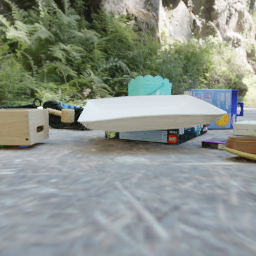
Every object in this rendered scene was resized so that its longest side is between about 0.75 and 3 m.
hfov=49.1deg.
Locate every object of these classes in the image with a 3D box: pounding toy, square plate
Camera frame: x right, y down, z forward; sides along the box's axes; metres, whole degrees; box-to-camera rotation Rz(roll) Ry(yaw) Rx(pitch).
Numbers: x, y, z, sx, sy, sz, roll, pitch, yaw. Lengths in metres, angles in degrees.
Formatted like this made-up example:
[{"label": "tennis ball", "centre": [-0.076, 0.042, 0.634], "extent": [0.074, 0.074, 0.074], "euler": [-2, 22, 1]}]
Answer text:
[{"label": "pounding toy", "centre": [-2.137, -0.029, 6.475], "extent": [1.810, 0.828, 1.590], "euler": [0, 6, 4]}, {"label": "square plate", "centre": [0.400, -0.394, 6.617], "extent": [2.868, 0.408, 2.841], "euler": [-3, 14, -3]}]

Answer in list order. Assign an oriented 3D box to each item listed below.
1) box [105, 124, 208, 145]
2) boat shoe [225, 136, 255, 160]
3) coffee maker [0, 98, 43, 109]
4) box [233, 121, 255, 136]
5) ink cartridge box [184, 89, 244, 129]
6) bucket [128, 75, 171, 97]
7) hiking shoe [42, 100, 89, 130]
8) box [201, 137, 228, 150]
[{"label": "box", "centre": [0.959, -0.043, 8.020], "extent": [1.996, 0.551, 2.922], "euler": [3, 6, 29]}, {"label": "boat shoe", "centre": [2.710, 0.208, 4.680], "extent": [2.074, 0.701, 0.747], "euler": [1, 6, 14]}, {"label": "coffee maker", "centre": [-3.362, -0.380, 8.519], "extent": [0.811, 1.156, 1.204], "euler": [20, 16, 23]}, {"label": "box", "centre": [4.255, 0.024, 8.241], "extent": [1.895, 0.390, 1.477], "euler": [5, 7, 34]}, {"label": "ink cartridge box", "centre": [3.117, -0.680, 10.108], "extent": [2.080, 1.419, 0.794], "euler": [-1, 6, -13]}, {"label": "bucket", "centre": [1.019, -1.393, 13.647], "extent": [2.303, 1.498, 2.303], "euler": [3, -20, 1]}, {"label": "hiking shoe", "centre": [-2.096, -0.385, 10.416], "extent": [2.708, 1.007, 1.174], "euler": [15, 5, 33]}, {"label": "box", "centre": [2.103, 0.339, 6.229], "extent": [0.611, 0.154, 0.855], "euler": [6, 9, 41]}]
